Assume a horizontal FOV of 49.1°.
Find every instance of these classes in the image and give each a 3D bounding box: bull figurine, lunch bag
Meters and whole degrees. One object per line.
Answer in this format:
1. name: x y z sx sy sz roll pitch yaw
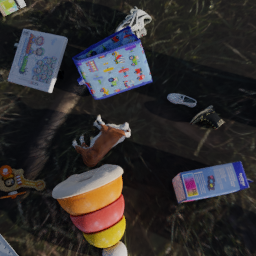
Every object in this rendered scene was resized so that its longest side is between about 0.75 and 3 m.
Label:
1. bull figurine: -0.857 0.345 9.359 1.211 0.650 1.995 44 79 3
2. lunch bag: -0.589 -1.983 9.447 2.354 1.772 1.107 -25 48 0

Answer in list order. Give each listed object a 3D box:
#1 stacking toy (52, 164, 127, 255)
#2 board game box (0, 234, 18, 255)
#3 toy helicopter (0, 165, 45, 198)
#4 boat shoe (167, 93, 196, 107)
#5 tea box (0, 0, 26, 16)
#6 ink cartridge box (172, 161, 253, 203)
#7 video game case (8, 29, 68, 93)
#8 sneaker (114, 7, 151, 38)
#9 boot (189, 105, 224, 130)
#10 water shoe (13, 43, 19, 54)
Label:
1. stacking toy: -0.809 2.733 8.278 2.156 2.156 2.950 -18 91 -6
2. board game box: -4.081 4.315 8.042 2.027 0.262 2.027 36 69 23
3. toy helicopter: -3.448 1.827 9.004 1.523 0.601 1.007 10 67 -8
4. boat shoe: 1.944 -1.052 10.010 1.054 0.352 0.388 14 73 4
5. tea box: -4.861 -5.238 11.161 1.027 0.698 1.044 -33 75 -9
6. ink cartridge box: 2.596 1.649 8.542 2.192 1.496 0.837 -12 73 -4
7. video game case: -3.247 -2.429 10.015 1.835 0.239 2.015 16 88 17
8. sneaker: 0.154 -3.644 10.606 0.944 0.790 2.133 29 75 11
9. boot: 2.751 -0.226 9.738 1.056 0.381 0.798 -35 78 -10
10. water shoe: -3.725 -2.775 10.592 1.269 0.454 0.501 24 101 7
